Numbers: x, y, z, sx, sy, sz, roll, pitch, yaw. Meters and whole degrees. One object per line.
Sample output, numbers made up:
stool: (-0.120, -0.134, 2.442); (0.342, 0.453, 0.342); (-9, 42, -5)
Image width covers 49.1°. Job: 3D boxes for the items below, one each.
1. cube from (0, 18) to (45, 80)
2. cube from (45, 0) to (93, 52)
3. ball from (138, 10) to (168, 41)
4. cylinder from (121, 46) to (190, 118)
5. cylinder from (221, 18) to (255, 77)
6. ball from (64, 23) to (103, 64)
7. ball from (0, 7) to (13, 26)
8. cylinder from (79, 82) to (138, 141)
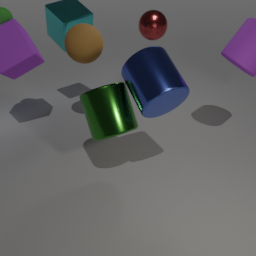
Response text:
cube: (-4.096, -2.765, 10.059); (1.400, 1.400, 1.400); (-31, 4, -3)
cube: (-2.418, -4.283, 11.584); (1.400, 1.400, 1.400); (-31, 65, -29)
ball: (1.208, -4.967, 13.564); (1.400, 1.400, 1.400); (0, 30, 0)
cylinder: (0.718, -1.214, 7.561); (1.400, 1.400, 1.400); (-16, 67, -25)
cylinder: (4.108, -2.673, 9.348); (1.400, 1.400, 1.400); (32, 19, -12)
ball: (-1.597, -3.056, 10.171); (1.400, 1.400, 1.400); (0, 30, 0)
ball: (-4.417, -3.872, 9.844); (0.700, 0.700, 0.700); (0, 30, 0)
cylinder: (-0.552, -0.474, 8.201); (1.400, 1.400, 1.400); (-17, 3, 1)
